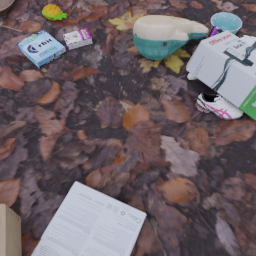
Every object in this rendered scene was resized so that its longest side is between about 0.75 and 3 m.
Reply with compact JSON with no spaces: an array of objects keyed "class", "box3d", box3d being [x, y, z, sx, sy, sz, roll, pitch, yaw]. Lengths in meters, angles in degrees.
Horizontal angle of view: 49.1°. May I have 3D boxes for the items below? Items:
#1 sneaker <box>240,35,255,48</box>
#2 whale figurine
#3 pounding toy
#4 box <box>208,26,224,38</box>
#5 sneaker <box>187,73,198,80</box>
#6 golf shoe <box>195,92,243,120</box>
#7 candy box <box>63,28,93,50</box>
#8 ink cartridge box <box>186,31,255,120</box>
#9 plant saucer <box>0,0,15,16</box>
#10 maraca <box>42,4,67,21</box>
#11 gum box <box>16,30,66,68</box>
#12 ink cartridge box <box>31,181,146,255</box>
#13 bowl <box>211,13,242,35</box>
[{"class":"sneaker","box3d":[4.631,-3.264,11.430,0.696,0.611,1.737,34,56,28]},{"class":"whale figurine","box3d":[1.642,-3.562,11.111,2.977,1.544,2.368,-11,35,-21]},{"class":"pounding toy","box3d":[-4.124,2.687,6.930,2.602,1.355,2.962,-11,57,-8]},{"class":"box","box3d":[3.702,-3.183,11.047,0.263,1.042,1.458,-19,57,-33]},{"class":"sneaker","box3d":[2.747,-2.221,10.768,1.059,0.448,0.386,-27,62,-15]},{"class":"golf shoe","box3d":[3.169,-0.762,9.615,1.626,0.749,0.590,16,57,9]},{"class":"candy box","box3d":[-2.119,-3.783,11.878,1.059,0.323,0.722,-19,58,-12]},{"class":"ink cartridge box","box3d":[3.835,-1.929,9.611,2.961,1.230,2.170,41,46,18]},{"class":"plant saucer","box3d":[-6.581,-5.952,13.265,2.596,0.447,2.596,0,56,1]},{"class":"maraca","box3d":[-3.307,-5.137,12.578,1.231,0.659,0.844,32,55,23]},{"class":"gum box","box3d":[-3.565,-3.292,11.533,1.328,0.348,1.563,-38,64,-22]},{"class":"ink cartridge box","box3d":[-0.975,2.850,7.357,2.276,0.463,2.281,22,59,14]},{"class":"bowl","box3d":[4.121,-4.282,12.003,1.285,0.672,1.285,0,57,-1]}]
